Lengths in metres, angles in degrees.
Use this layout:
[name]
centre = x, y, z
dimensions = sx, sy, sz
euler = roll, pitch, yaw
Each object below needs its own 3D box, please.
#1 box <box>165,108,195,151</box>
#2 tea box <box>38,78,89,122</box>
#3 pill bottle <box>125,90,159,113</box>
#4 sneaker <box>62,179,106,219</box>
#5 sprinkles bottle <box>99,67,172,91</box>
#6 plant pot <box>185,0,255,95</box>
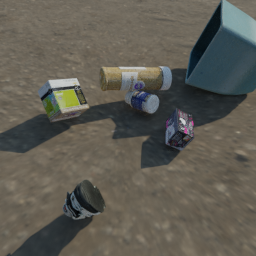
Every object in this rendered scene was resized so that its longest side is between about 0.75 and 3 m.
[box]
centre = 1.206, 0.028, 6.653
dimensions = 0.472, 0.543, 0.822
euler = 24, 41, -14
[tea box]
centre = -1.607, -0.707, 7.027
dimensions = 0.896, 0.599, 0.881
euler = -16, 79, -49
[pill bottle]
centre = 0.351, -0.736, 7.537
dimensions = 0.890, 0.494, 0.494
euler = 23, 46, 39
[sneaker]
centre = -0.797, 1.306, 4.752
dimensions = 0.693, 1.566, 0.580
euler = -24, 72, -7
[sprinkles bottle]
centre = 0.205, -1.344, 7.639
dimensions = 1.910, 0.652, 0.652
euler = -3, 42, -16
[plant pot]
centre = 3.058, -2.109, 8.113
dimensions = 1.985, 1.949, 1.944
euler = 23, 45, -5
